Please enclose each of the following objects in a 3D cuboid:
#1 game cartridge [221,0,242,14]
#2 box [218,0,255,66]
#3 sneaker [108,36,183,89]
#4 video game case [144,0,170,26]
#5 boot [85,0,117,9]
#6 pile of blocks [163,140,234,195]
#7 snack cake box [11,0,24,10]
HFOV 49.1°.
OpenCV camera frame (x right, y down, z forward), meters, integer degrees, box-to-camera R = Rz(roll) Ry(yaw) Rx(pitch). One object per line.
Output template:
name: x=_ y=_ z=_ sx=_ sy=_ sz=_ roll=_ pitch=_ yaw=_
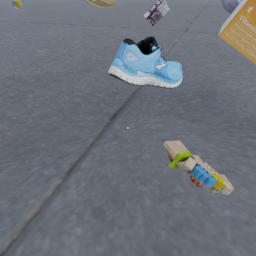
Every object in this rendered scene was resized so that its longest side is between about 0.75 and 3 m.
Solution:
game cartridge: x=2.965 y=-3.751 z=7.669 sx=0.461 sy=1.518 sz=2.277 roll=-26 pitch=-7 yaw=41
box: x=3.532 y=-2.687 z=5.950 sx=1.693 sy=2.721 sz=1.326 roll=37 pitch=36 yaw=-1
sneaker: x=0.375 y=-0.918 z=3.879 sx=0.544 sy=0.625 sz=1.389 roll=30 pitch=24 yaw=34
video game case: x=1.014 y=-4.033 z=9.776 sx=0.165 sy=0.836 sz=0.923 roll=51 pitch=17 yaw=11
boot: x=-0.806 y=-3.734 z=7.044 sx=1.620 sy=0.584 sz=1.253 roll=18 pitch=-17 yaw=-26
pile of blocks: x=0.868 y=0.602 z=3.769 sx=1.060 sy=0.329 sz=0.435 roll=38 pitch=32 yaw=16
snack cake box: x=-2.855 y=-3.614 z=7.339 sx=0.296 sy=0.880 sz=0.506 roll=10 pitch=67 yaw=-23
